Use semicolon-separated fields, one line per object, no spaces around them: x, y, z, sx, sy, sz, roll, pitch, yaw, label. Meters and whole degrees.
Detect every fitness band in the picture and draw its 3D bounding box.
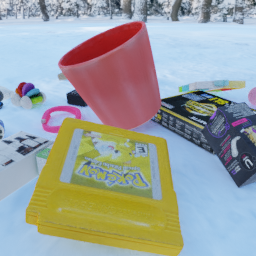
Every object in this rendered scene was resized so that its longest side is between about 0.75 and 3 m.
-2.194;-0.333;9.320;1.235;0.322;1.720;-1;26;-4;fitness band

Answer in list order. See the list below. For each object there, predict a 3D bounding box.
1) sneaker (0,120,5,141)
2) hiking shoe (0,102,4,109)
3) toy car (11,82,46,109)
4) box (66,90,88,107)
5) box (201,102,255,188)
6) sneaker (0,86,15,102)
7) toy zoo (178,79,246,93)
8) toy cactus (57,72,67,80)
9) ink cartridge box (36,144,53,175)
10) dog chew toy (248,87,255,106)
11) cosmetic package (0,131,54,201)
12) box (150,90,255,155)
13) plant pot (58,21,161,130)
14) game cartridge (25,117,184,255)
-4.851;0.054;7.908;2.649;1.040;1.181;3;17;-14;sneaker
-5.040;-0.840;10.264;0.365;0.425;0.981;18;31;33;hiking shoe
-3.808;-1.307;10.692;1.212;0.909;1.061;15;28;29;toy car
-1.748;-1.283;11.151;0.854;0.477;1.209;8;26;24;box
2.581;0.348;6.344;0.861;0.992;1.623;-11;56;-24;box
-5.478;-1.487;11.557;1.889;0.704;0.823;23;22;27;sneaker
3.207;-1.593;10.852;1.841;0.287;2.807;-2;4;-6;toy zoo
-2.796;-2.874;14.245;1.595;0.988;1.933;-24;42;-24;toy cactus
-1.219;0.675;6.756;1.147;0.662;1.570;11;27;22;ink cartridge box
5.002;-1.078;10.397;0.754;0.754;1.211;-3;28;-6;dog chew toy
-2.982;0.980;6.045;1.175;0.721;2.847;12;28;26;cosmetic package
2.471;-0.349;8.894;2.367;0.731;2.965;-13;28;-29;box
-0.323;-1.444;8.480;2.817;2.493;2.817;-19;30;11;plant pot
-0.324;0.909;5.469;2.540;0.467;2.882;12;31;-7;game cartridge
